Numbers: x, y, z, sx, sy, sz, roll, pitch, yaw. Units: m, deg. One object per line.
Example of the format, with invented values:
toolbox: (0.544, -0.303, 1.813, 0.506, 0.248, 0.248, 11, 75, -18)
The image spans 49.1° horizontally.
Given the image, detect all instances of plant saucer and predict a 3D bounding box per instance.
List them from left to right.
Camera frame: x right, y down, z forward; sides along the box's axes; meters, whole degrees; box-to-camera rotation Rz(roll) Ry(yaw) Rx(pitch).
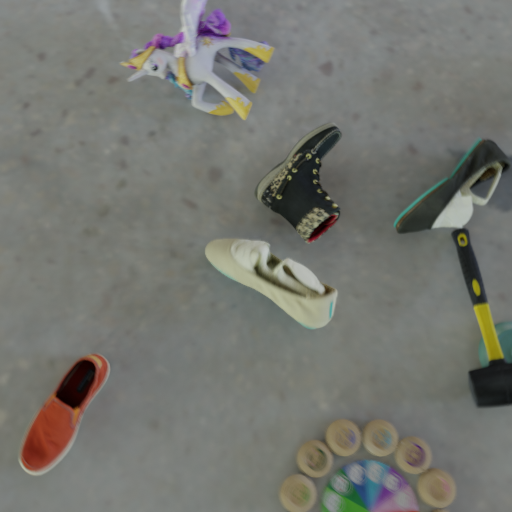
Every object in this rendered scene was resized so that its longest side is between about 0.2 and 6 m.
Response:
plant saucer: (4.626, 1.760, 9.966, 1.262, 0.227, 1.262, 0, 70, 1)

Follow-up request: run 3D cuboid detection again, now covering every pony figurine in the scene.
pony figurine: (-1.104, -4.253, 11.476, 2.694, 2.244, 2.601, 22, 79, -8)

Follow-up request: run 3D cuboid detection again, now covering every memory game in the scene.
memory game: (1.835, 4.166, 9.063, 2.991, 0.190, 2.991, 0, 70, 0)

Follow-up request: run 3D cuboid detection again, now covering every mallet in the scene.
mallet: (3.904, 1.066, 10.068, 1.106, 0.691, 3.359, -20, 60, 12)

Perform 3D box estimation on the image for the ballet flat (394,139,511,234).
ballet flat: (3.867, -1.199, 10.678, 2.795, 0.950, 0.956, -43, 71, -14)

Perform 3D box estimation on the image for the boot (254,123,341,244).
boot: (1.165, -1.365, 10.561, 2.072, 0.748, 1.565, -43, 64, 2)

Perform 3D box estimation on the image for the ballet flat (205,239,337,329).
ballet flat: (0.272, 0.248, 10.007, 2.702, 0.938, 0.938, 32, 72, 16)

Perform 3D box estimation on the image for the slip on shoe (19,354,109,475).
slip on shoe: (-3.260, 2.603, 9.417, 0.805, 0.665, 2.172, 29, 73, 8)
